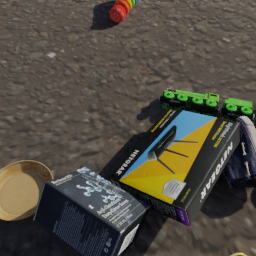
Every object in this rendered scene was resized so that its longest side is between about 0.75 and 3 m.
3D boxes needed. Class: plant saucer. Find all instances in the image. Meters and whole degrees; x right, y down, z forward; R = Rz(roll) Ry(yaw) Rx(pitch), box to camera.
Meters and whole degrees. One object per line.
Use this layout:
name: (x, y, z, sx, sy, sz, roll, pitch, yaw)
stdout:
plant saucer: (-2.657, 1.568, 6.993, 1.636, 0.290, 1.636, 0, 50, 0)

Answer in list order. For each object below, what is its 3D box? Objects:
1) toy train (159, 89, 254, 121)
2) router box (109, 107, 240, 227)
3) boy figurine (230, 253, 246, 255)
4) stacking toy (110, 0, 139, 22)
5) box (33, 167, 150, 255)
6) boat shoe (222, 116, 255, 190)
toy train: (2.436, -0.762, 8.794, 2.916, 0.608, 0.822, 13, 41, 11)
router box: (1.229, 0.741, 7.023, 2.128, 0.729, 2.853, 16, 50, 36)
boy figurine: (1.754, 3.370, 5.214, 1.411, 0.731, 2.270, 33, 60, 28)
stacking toy: (-0.111, -5.741, 12.790, 1.128, 1.128, 2.643, 16, 59, 13)
box: (-0.733, 1.804, 5.915, 1.873, 1.003, 1.390, 26, 16, 21)
boat shoe: (2.940, 0.601, 7.493, 1.084, 0.873, 2.338, -12, 38, 11)
